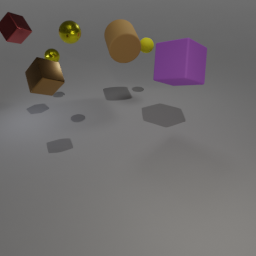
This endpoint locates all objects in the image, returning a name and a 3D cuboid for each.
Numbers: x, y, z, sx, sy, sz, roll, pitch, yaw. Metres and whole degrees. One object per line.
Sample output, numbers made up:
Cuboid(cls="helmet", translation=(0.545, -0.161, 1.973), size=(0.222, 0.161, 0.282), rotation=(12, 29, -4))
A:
Cuboid(cls="cylinder", translation=(-0.254, -3.799, 12.263), size=(1.400, 1.400, 1.400), rotation=(-6, 45, -11))
Cuboid(cls="cube", translation=(-3.924, -3.444, 9.701), size=(0.700, 0.700, 0.700), rotation=(-35, -6, 24))
Cuboid(cls="cube", translation=(-2.269, -1.385, 7.637), size=(0.700, 0.700, 0.700), rotation=(3, 60, -48))
Cuboid(cls="ball", translation=(-1.824, -3.007, 8.800), size=(0.700, 0.700, 0.700), rotation=(0, 30, 0))
Cuboid(cls="ball", translation=(-3.474, -3.275, 12.804), size=(0.700, 0.700, 0.700), rotation=(0, 30, 0))
Cuboid(cls="ball", translation=(0.859, -3.863, 13.107), size=(0.700, 0.700, 0.700), rotation=(0, 30, 0))
Cuboid(cls="cube", translation=(1.937, -2.374, 10.370), size=(1.400, 1.400, 1.400), rotation=(5, 1, 42))
